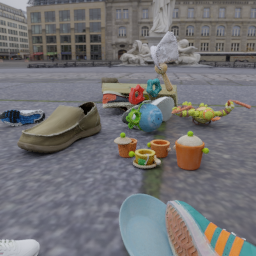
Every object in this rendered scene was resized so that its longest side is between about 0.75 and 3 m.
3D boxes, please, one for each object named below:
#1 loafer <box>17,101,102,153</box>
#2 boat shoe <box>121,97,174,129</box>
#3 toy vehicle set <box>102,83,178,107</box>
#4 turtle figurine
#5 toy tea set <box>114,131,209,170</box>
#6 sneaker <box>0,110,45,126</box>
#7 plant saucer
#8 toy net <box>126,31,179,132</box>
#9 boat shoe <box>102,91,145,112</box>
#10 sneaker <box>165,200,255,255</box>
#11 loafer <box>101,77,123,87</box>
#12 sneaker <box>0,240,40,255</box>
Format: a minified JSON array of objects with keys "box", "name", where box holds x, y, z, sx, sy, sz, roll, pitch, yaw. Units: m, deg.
[{"box":[-1.799,-0.112,7.698,1.112,0.987,2.926,7,17,25],"name":"loafer"},{"box":[0.762,-0.604,9.765,0.790,0.878,2.483,14,22,37],"name":"boat shoe"},{"box":[0.572,-1.326,11.784,2.964,0.393,1.842,3,-13,11],"name":"toy vehicle set"},{"box":[2.651,-0.518,9.589,2.521,0.812,2.033,-7,8,0],"name":"turtle figurine"},{"box":[0.735,0.361,6.318,2.140,0.792,1.272,1,15,2],"name":"toy tea set"},{"box":[-3.711,-0.368,9.729,1.509,0.566,0.654,-2,7,-42],"name":"sneaker"},{"box":[0.297,1.288,3.235,1.109,0.213,1.109,31,29,-20],"name":"plant saucer"},{"box":[0.662,-1.375,8.166,1.558,2.971,0.574,12,0,-37],"name":"toy net"},{"box":[-0.092,-0.957,11.379,2.135,0.668,0.760,10,-15,-35],"name":"boat shoe"},{"box":[1.000,1.376,2.971,0.678,0.606,1.698,-3,26,-23],"name":"sneaker"},{"box":[-0.885,-2.003,14.891,1.131,1.003,2.974,7,0,10],"name":"loafer"},{"box":[-1.483,1.431,3.164,0.947,0.381,0.362,-8,15,-32],"name":"sneaker"}]
